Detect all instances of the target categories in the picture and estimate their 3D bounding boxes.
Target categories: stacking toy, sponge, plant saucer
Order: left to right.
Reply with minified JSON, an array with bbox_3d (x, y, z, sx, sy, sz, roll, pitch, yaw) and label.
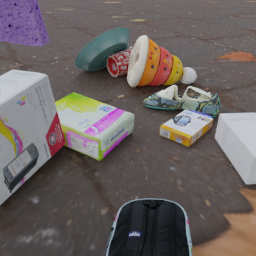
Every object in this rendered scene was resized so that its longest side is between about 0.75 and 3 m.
[{"bbox_3d":[-1.790,-2.038,3.973,0.958,1.718,0.256,13,45,19],"label":"sponge"},{"bbox_3d":[-0.914,-3.034,11.352,2.583,2.583,0.464,-29,84,-39],"label":"plant saucer"},{"bbox_3d":[1.374,-2.222,10.389,2.573,1.880,1.880,10,28,-14],"label":"stacking toy"}]

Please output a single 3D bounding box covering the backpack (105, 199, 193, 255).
[{"bbox_3d":[0.335,1.672,4.034,1.172,0.994,1.320,-1,32,8],"label":"backpack"}]

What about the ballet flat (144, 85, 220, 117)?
[{"bbox_3d":[1.655,-0.934,8.673,2.361,0.877,0.877,9,32,15],"label":"ballet flat"}]

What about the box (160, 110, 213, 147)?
[{"bbox_3d":[1.663,-0.065,7.709,0.905,0.315,1.520,24,35,34],"label":"box"}]

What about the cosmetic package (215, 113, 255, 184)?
[{"bbox_3d":[2.832,0.386,6.440,0.999,0.788,1.856,-1,31,-4],"label":"cosmetic package"}]

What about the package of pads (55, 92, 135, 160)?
[{"bbox_3d":[-1.122,-0.105,7.267,2.097,0.715,1.620,20,36,23],"label":"package of pads"}]

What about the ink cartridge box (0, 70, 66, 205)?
[{"bbox_3d":[-2.526,0.209,5.495,1.081,1.864,2.526,11,38,22],"label":"ink cartridge box"}]

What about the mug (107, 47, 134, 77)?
[{"bbox_3d":[-0.011,-2.654,11.679,1.645,1.460,1.097,-24,74,-28],"label":"mug"}]
